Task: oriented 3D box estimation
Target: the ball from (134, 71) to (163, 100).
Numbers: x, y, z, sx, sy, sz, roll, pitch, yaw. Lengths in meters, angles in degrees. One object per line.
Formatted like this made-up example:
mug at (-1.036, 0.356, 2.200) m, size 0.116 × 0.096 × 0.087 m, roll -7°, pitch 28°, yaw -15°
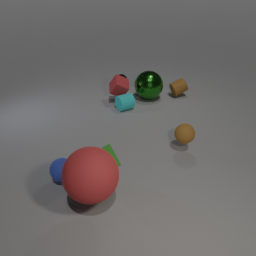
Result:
ball at (1.013, -2.084, 13.658) m, size 1.400 × 1.400 × 1.400 m, roll 0°, pitch 29°, yaw 0°

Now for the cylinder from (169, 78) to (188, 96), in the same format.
cylinder at (2.541, -2.051, 14.045) m, size 0.700 × 0.700 × 0.700 m, roll -28°, pitch 34°, yaw -3°

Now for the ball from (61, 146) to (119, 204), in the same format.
ball at (-0.917, 1.152, 6.879) m, size 1.400 × 1.400 × 1.400 m, roll 0°, pitch 29°, yaw 0°

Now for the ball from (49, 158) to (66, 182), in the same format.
ball at (-1.956, 1.231, 8.261) m, size 0.700 × 0.700 × 0.700 m, roll 0°, pitch 29°, yaw 0°

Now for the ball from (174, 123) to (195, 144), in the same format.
ball at (1.944, 0.192, 9.595) m, size 0.700 × 0.700 × 0.700 m, roll 0°, pitch 29°, yaw 0°

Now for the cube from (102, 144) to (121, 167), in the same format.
cube at (-0.693, 0.941, 8.298) m, size 0.700 × 0.700 × 0.700 m, roll -28°, pitch -1°, yaw -7°

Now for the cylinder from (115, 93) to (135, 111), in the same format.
cylinder at (-0.136, -1.180, 12.780) m, size 0.700 × 0.700 × 0.700 m, roll -16°, pitch 33°, yaw -27°

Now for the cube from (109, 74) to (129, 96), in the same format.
cube at (-0.417, -1.963, 13.171) m, size 0.700 × 0.700 × 0.700 m, roll 19°, pitch 47°, yaw -26°

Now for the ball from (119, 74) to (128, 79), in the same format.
ball at (-0.357, -2.594, 15.296) m, size 0.700 × 0.700 × 0.700 m, roll 0°, pitch 29°, yaw 0°
